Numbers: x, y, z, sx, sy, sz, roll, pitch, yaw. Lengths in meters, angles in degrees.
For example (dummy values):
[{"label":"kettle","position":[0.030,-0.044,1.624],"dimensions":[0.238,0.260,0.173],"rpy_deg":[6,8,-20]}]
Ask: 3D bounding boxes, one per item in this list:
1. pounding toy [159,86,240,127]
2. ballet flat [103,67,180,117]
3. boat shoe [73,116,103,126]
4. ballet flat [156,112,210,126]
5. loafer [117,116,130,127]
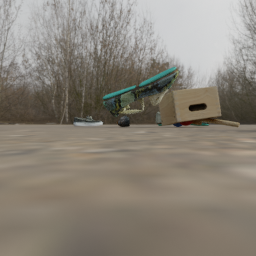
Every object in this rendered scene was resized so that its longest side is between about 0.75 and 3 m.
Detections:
[{"label":"pounding toy","position":[2.340,-0.558,9.613],"dimensions":[2.013,1.431,1.853],"rpy_deg":[-8,-2,-11]},{"label":"ballet flat","position":[0.476,-0.996,8.576],"dimensions":[2.654,0.985,0.985],"rpy_deg":[-18,-9,30]},{"label":"boat shoe","position":[-1.902,-0.334,13.458],"dimensions":[1.425,0.505,0.514],"rpy_deg":[0,1,-25]},{"label":"ballet flat","position":[2.885,-0.573,14.826],"dimensions":[2.852,0.908,0.961],"rpy_deg":[0,-7,12]},{"label":"loafer","position":[-0.222,-0.249,10.787],"dimensions":[0.446,0.449,1.235],"rpy_deg":[-5,0,-7]}]
